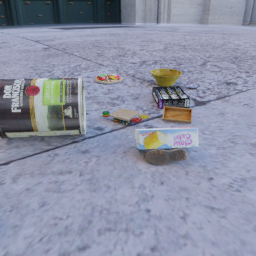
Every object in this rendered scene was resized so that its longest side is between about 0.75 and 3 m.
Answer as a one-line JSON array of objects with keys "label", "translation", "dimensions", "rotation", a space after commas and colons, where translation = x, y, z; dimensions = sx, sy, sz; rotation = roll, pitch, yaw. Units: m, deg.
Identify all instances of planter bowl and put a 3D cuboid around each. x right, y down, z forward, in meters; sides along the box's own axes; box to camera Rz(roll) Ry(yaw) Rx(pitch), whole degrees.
[{"label": "planter bowl", "translation": [2.075, -2.712, 15.306], "dimensions": [1.705, 0.710, 1.705], "rotation": [-1, 26, 0]}]

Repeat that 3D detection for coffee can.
[{"label": "coffee can", "translation": [-2.891, -0.708, 9.634], "dimensions": [2.763, 2.022, 2.022], "rotation": [-3, 26, -6]}]

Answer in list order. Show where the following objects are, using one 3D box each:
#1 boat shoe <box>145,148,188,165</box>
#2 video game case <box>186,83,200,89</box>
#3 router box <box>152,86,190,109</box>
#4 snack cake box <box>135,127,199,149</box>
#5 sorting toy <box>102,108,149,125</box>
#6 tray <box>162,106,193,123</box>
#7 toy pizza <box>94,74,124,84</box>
[{"label": "boat shoe", "translation": [1.137, 0.845, 8.393], "dimensions": [1.259, 0.469, 0.461], "rotation": [-2, 0, 5]}, {"label": "video game case", "translation": [3.490, -2.244, 15.077], "dimensions": [0.549, 0.073, 0.769], "rotation": [13, 30, 24]}, {"label": "router box", "translation": [1.943, -1.457, 12.980], "dimensions": [1.372, 0.470, 1.839], "rotation": [-2, 26, -4]}, {"label": "snack cake box", "translation": [1.171, 0.307, 8.799], "dimensions": [1.810, 0.608, 1.041], "rotation": [-2, 0, -5]}, {"label": "sorting toy", "translation": [-0.080, -0.431, 11.057], "dimensions": [1.813, 0.307, 0.874], "rotation": [14, 29, 28]}, {"label": "tray", "translation": [1.941, -0.521, 11.007], "dimensions": [1.118, 0.207, 0.551], "rotation": [6, 69, 10]}, {"label": "toy pizza", "translation": [-1.095, -2.884, 16.152], "dimensions": [1.714, 0.272, 1.714], "rotation": [0, 26, 0]}]
